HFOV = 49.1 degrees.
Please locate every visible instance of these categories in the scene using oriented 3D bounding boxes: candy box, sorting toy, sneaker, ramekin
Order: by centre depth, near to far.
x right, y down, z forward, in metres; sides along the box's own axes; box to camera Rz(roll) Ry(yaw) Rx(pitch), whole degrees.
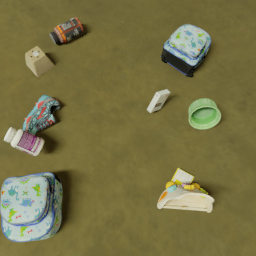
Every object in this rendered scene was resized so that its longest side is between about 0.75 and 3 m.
[{"bbox_3d":[2.042,2.298,9.336,1.847,1.662,0.987,5,78,-3],"label":"sorting toy"},{"bbox_3d":[1.833,2.205,10.299,0.687,0.177,1.344,30,71,9],"label":"candy box"},{"bbox_3d":[2.933,-0.570,10.884,1.209,1.209,0.591,1,45,1],"label":"ramekin"},{"bbox_3d":[-3.375,-0.361,11.024,0.980,0.813,2.051,21,70,7],"label":"sneaker"}]

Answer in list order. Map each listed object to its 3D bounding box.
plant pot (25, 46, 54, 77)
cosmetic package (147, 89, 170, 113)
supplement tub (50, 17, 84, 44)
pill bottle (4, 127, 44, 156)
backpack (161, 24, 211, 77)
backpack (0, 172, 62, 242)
[{"bbox_3d":[-3.890,-2.941,12.082,0.915,0.810,0.914,-39,73,-14],"label":"plant pot"},{"bbox_3d":[1.207,-1.063,11.072,0.237,0.915,0.690,44,41,20],"label":"cosmetic package"},{"bbox_3d":[-2.788,-4.366,12.688,1.453,0.777,0.777,-31,71,-13],"label":"supplement tub"},{"bbox_3d":[-3.697,0.465,9.975,1.234,0.693,0.693,30,65,-28],"label":"pill bottle"},{"bbox_3d":[2.592,-3.529,12.008,1.749,1.405,1.912,35,68,9],"label":"backpack"},{"bbox_3d":[-3.272,2.650,9.367,1.964,1.577,2.146,-7,72,1],"label":"backpack"}]
